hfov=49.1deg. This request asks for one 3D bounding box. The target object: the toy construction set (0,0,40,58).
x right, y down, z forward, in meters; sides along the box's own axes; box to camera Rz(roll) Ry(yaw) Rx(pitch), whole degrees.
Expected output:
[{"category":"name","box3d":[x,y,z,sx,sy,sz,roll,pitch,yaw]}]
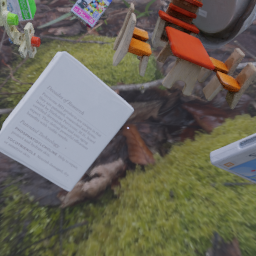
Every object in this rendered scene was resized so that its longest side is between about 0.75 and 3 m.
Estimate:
[{"category":"toy construction set","box3d":[-3.394,-2.283,6.296,2.677,1.755,1.233,2,35,-12]}]

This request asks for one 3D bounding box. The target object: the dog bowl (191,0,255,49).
[{"category":"dog bowl","box3d":[2.439,-3.767,7.798,0.854,2.913,2.913,-25,58,-21]}]

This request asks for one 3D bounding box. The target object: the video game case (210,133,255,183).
[{"category":"video game case","box3d":[2.900,0.488,4.420,2.344,2.134,0.259,23,53,-29]}]

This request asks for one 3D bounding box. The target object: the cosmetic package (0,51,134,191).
[{"category":"cosmetic package","box3d":[-1.117,-0.195,4.894,1.739,1.446,1.455,-52,22,1]}]

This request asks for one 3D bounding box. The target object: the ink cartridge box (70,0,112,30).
[{"category":"ink cartridge box","box3d":[-1.043,-3.779,8.489,0.803,0.282,1.345,35,79,-12]}]

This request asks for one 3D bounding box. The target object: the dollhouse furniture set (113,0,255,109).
[{"category":"dollhouse furniture set","box3d":[1.312,-2.141,6.639,2.958,1.524,2.926,18,35,-13]}]

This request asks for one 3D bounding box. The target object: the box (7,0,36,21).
[{"category":"box","box3d":[-3.131,-3.250,7.450,1.156,0.633,1.310,-8,36,-6]}]
